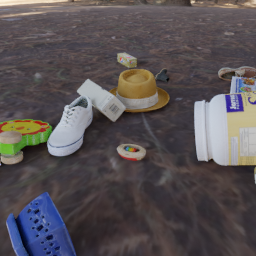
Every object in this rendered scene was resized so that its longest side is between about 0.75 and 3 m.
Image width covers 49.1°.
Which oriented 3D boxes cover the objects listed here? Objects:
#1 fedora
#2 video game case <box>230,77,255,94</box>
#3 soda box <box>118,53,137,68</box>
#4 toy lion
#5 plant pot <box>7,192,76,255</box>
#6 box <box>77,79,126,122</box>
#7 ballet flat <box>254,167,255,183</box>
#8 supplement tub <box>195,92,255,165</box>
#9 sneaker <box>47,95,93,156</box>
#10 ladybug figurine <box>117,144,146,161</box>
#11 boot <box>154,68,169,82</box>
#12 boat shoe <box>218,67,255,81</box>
[{"bbox_3d":[0.354,-1.615,11.114,2.831,1.155,2.831,0,28,0],"label":"fedora"},{"bbox_3d":[5.026,-1.197,9.552,2.870,0.259,2.055,10,31,17],"label":"video game case"},{"bbox_3d":[-0.060,-3.834,15.802,0.502,0.475,1.483,-14,33,-23],"label":"soda box"},{"bbox_3d":[-3.570,0.185,8.269,2.355,0.809,2.258,5,19,4],"label":"toy lion"},{"bbox_3d":[-1.575,1.915,5.009,0.867,0.964,0.964,-23,36,-23],"label":"plant pot"},{"bbox_3d":[-1.004,-1.044,10.234,0.692,0.831,2.024,-49,44,-3],"label":"box"},{"bbox_3d":[3.276,1.327,6.632,0.415,0.415,1.174,-7,31,-13],"label":"ballet flat"},{"bbox_3d":[3.100,0.015,7.183,2.593,1.886,1.886,-3,27,17],"label":"supplement tub"},{"bbox_3d":[-1.791,-0.191,8.706,1.015,0.984,2.780,3,29,5],"label":"sneaker"},{"bbox_3d":[0.089,0.691,7.824,0.843,0.303,0.573,12,31,21],"label":"ladybug figurine"},{"bbox_3d":[1.818,-2.533,13.635,0.708,0.396,1.024,24,50,28],"label":"boot"},{"bbox_3d":[5.216,-2.505,13.310,1.771,0.671,0.636,0,31,18],"label":"boat shoe"}]
